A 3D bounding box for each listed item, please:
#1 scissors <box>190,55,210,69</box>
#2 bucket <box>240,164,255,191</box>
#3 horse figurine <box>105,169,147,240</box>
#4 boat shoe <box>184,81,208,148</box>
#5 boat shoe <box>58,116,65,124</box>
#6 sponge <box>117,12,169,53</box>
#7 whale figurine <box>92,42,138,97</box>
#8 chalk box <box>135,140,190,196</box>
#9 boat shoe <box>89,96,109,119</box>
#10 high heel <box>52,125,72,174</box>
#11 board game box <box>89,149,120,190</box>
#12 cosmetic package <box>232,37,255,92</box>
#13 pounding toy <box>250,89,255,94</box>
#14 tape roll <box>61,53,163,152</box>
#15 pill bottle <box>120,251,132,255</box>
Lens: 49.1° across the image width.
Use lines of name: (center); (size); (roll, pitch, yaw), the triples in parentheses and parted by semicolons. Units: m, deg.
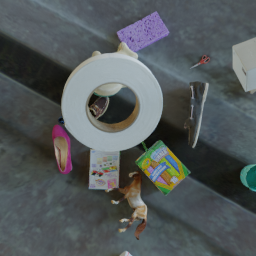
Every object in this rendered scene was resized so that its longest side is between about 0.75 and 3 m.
scissors: (2.829, -2.515, 10.980); (0.867, 0.060, 0.317); (-43, 89, -4)
bucket: (4.719, 1.821, 10.353); (1.030, 0.670, 1.030); (0, 86, 0)
horse figurine: (0.143, 2.805, 10.185); (1.506, 0.567, 2.272); (-15, 79, -33)
boat shoe: (2.427, -0.539, 10.508); (0.722, 0.847, 2.533); (12, 81, 14)
boat shoe: (-2.156, -0.409, 10.671); (1.052, 0.361, 0.443); (-29, 86, -2)
sponge: (0.586, -3.704, 10.964); (1.803, 0.269, 1.006); (-29, 86, -2)
whale figurine: (-0.638, -2.148, 10.503); (1.790, 1.167, 2.250); (40, 72, -5)
chalk box: (1.049, 1.248, 10.127); (1.218, 1.226, 1.965); (-43, 86, -3)
boat shoe: (-1.254, -0.639, 10.601); (0.536, 0.535, 1.486); (39, 87, 3)
high heel: (-2.485, 0.769, 10.311); (0.632, 0.901, 1.878); (-10, 86, -1)
board game box: (-0.880, 1.558, 10.553); (1.137, 0.300, 1.486); (2, 86, 0)
cosmetic package: (3.805, -1.901, 8.055); (1.259, 1.038, 1.037); (-19, 57, 11)
pounding toy: (5.151, -1.876, 10.790); (1.413, 0.810, 0.808); (-32, 114, 7)
tape roll: (-0.475, -0.685, 8.388); (3.035, 0.554, 3.035); (-4, 117, -7)
pill bottle: (0.195, 5.132, 10.088); (1.293, 0.703, 0.703); (41, 87, 3)
